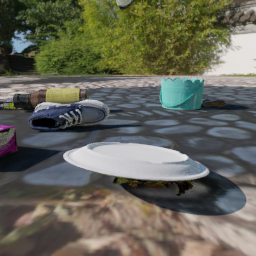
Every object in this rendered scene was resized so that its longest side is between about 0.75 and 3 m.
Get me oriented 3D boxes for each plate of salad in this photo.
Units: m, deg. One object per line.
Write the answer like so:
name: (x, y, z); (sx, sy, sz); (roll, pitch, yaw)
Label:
plate of salad: (0.106, 0.566, 4.099); (2.076, 0.499, 2.076); (7, 4, 0)

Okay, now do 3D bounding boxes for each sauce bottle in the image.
sauce bottle: (-2.814, -1.032, 10.325); (2.691, 0.871, 0.871); (0, 13, -3)

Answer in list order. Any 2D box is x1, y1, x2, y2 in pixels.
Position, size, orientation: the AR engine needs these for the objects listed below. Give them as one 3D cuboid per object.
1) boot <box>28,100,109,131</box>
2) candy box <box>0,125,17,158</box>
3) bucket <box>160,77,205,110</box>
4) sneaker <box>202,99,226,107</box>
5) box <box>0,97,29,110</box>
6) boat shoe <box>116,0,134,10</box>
boot: (-1.560, -0.256, 7.576); (2.090, 0.760, 0.944); (-3, 26, 0)
candy box: (-3.220, 0.269, 5.259); (1.785, 0.544, 1.217); (4, 14, 18)
bucket: (2.175, -1.429, 11.365); (1.830, 1.191, 1.830); (0, 12, 0)
sneaker: (3.552, -1.051, 11.665); (0.912, 0.320, 0.495); (-3, 14, 0)
box: (-4.481, -1.004, 11.405); (1.195, 0.330, 1.492); (2, 13, 7)
boat shoe: (0.011, -4.193, 8.830); (0.577, 1.619, 0.488); (15, -31, 4)
